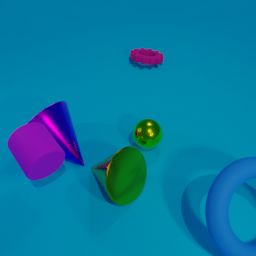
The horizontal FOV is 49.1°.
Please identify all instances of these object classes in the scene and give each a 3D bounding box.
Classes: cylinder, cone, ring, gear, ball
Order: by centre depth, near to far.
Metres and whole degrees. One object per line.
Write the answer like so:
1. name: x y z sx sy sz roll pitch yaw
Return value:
1. ring: 2.462 1.592 5.355 2.091 0.418 2.091 1 86 -12
2. cylinder: -1.947 0.489 5.965 0.894 0.894 0.894 -29 61 -27
3. cone: -0.474 1.048 6.740 1.331 1.326 1.326 3 36 43
4. cone: -1.680 0.411 7.314 1.589 1.583 1.583 46 56 6
5. ball: 0.525 0.147 7.467 0.821 0.821 0.821 0 44 0
6. gear: 0.726 -2.765 10.804 1.275 0.236 1.275 5 33 -3
